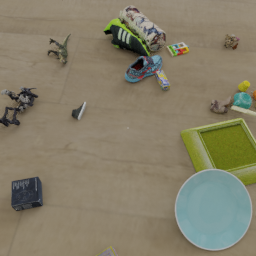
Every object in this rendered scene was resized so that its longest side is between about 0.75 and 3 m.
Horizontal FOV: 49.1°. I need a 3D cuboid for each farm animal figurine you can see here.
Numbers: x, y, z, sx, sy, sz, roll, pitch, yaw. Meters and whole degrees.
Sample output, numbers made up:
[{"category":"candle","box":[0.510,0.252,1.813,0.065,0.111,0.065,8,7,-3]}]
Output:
[{"category":"farm animal figurine","box":[5.169,-4.373,13.856,0.723,0.450,0.895,15,58,9]}]

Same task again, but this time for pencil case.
[{"category":"pencil case","box":[0.696,-4.940,13.803,1.213,1.055,2.712,-5,47,-49]}]

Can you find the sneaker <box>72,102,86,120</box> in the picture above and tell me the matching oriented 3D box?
[{"category":"sneaker","box":[-2.054,-0.771,11.593,0.432,0.308,0.870,17,63,5]}]

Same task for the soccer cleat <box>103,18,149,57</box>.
[{"category":"soccer cleat","box":[-0.069,-4.152,13.557,1.133,0.944,2.795,-43,69,4]}]

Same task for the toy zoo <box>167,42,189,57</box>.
[{"category":"toy zoo","box":[2.511,-3.873,13.735,1.048,0.107,0.687,-17,58,-10]}]

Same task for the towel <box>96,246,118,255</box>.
[{"category":"towel","box":[-0.615,4.487,8.251,1.155,0.183,1.609,-23,60,-15]}]

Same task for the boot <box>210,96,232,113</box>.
[{"category":"boot","box":[3.883,-1.041,11.764,0.724,0.348,0.990,19,57,15]}]

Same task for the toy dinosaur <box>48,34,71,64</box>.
[{"category":"toy dinosaur","box":[-3.325,-3.832,13.488,0.973,0.524,2.208,7,56,-13]}]

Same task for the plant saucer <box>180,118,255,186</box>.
[{"category":"plant saucer","box":[3.686,0.803,10.365,2.729,0.653,2.725,-12,58,-7]}]

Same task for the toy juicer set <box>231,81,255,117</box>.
[{"category":"toy juicer set","box":[4.991,-1.029,11.704,1.238,0.530,1.946,33,56,2]}]

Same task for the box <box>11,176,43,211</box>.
[{"category":"box","box":[-3.414,2.223,9.492,0.896,0.565,0.911,-10,57,-6]}]

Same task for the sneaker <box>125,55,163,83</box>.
[{"category":"sneaker","box":[0.806,-2.793,12.497,2.043,0.976,0.810,-34,69,-21]}]

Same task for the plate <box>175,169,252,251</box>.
[{"category":"plate","box":[2.708,2.576,8.970,2.521,0.322,2.521,0,85,-4]}]

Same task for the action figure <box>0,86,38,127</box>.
[{"category":"action figure","box":[-4.467,-1.077,11.386,1.218,1.046,2.049,8,58,18]}]

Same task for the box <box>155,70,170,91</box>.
[{"category":"box","box":[1.541,-2.113,12.464,0.340,0.312,0.972,-13,58,-11]}]
